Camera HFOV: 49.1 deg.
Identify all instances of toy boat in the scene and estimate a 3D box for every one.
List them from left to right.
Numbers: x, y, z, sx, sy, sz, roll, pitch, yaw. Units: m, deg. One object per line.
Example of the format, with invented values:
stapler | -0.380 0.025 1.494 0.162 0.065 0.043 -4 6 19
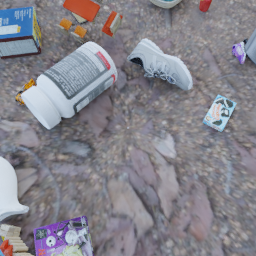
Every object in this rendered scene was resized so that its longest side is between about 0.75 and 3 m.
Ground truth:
toy boat | 2.157 -5.530 10.957 2.599 1.208 2.185 27 66 13

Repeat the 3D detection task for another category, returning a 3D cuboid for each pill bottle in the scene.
pill bottle | -1.774 -1.302 8.616 2.691 1.532 1.532 -41 70 -19

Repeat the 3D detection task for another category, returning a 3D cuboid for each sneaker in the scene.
sneaker | 1.054 -1.929 9.396 1.055 0.962 2.574 -42 60 -10
sneaker | 3.937 -2.658 9.995 0.417 0.379 0.943 0 59 7

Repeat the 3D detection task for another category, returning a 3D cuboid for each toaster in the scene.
toaster | 4.987 -2.800 9.438 1.264 1.437 2.225 -27 66 -14

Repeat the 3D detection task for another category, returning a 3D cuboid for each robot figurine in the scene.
robot figurine | -3.299 -1.152 9.247 0.697 0.280 0.962 26 66 14

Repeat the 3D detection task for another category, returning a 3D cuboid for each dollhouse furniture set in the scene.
dollhouse furniture set | -1.258 -4.057 9.820 2.092 1.089 2.115 29 92 3

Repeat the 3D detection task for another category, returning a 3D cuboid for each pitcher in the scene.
pitcher | -3.597 1.706 7.379 1.427 1.008 1.663 -22 73 -24

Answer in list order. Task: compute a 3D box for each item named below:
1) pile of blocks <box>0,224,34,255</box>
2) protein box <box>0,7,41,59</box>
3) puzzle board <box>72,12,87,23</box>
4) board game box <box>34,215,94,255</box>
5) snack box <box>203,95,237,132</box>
pile of blocks | -2.760 3.190 6.679 0.864 0.654 2.106 -44 61 -3
protein box | -3.958 -3.403 10.000 1.442 0.973 1.431 -8 63 -4
puzzle board | -1.812 -4.557 11.101 0.701 0.081 0.930 -29 67 -15
board game box | -1.483 3.481 6.878 1.383 0.372 2.304 -15 64 -3
snack box | 2.929 -0.485 8.947 0.652 0.208 1.122 29 66 14
